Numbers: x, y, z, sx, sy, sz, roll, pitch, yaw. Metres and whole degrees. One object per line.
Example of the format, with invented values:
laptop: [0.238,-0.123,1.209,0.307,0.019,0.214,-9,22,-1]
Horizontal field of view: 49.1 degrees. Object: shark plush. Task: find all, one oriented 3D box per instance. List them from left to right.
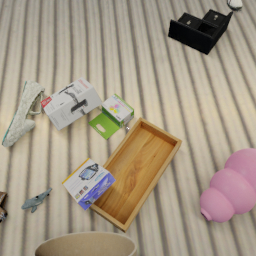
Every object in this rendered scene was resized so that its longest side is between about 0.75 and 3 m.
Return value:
shark plush: [-2.247,1.806,7.010,0.833,0.347,0.378,-24,64,-13]

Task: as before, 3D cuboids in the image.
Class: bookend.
bookend: [2.527,-3.619,9.802,1.607,0.745,1.617,32,65,16]

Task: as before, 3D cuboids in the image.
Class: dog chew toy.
dog chew toy: [2.608,1.447,6.754,2.098,1.307,1.307,-38,67,-10]

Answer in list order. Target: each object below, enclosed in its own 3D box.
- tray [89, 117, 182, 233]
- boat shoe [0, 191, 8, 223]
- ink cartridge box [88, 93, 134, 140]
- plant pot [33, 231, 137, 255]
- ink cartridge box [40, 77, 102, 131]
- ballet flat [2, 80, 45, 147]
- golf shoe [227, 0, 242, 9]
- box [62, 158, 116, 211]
tray: [0.135,1.122,7.314,1.359,0.510,2.754,30,66,15]
boat shoe: [-3.186,2.089,6.816,0.422,0.421,1.165,-4,61,-4]
ink cartridge box: [-0.495,-0.335,8.154,1.138,0.431,0.841,-40,68,-21]
plant pot: [-0.780,3.333,5.354,1.973,1.973,2.106,-1,87,-1]
ink cartridge box: [-1.610,-0.721,7.945,1.469,0.615,1.060,-33,35,-10]
ballet flat: [-2.902,-0.420,8.023,0.778,0.778,2.169,10,67,5]
golf shoe: [4.068,-5.093,10.736,0.496,0.566,1.286,-8,63,-5]
box: [-0.928,1.285,6.554,0.949,0.331,1.594,-43,25,-15]
